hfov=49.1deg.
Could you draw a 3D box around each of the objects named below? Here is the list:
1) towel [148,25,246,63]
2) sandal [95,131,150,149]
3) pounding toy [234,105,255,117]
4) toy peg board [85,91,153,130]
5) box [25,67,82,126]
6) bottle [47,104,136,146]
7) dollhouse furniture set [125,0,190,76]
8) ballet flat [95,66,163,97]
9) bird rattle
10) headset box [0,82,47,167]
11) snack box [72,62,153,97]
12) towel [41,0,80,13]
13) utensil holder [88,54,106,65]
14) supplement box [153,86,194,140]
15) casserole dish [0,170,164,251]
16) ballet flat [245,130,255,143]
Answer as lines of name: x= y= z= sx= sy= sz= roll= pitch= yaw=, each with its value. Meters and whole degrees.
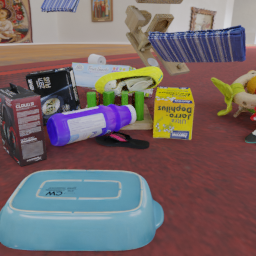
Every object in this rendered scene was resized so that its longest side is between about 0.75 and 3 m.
towel: x=1.482 y=-1.709 z=5.892 sx=1.861 sy=0.222 sz=1.347 roll=6 pitch=-8 yaw=25
sandal: x=-0.134 y=0.262 z=6.949 sx=1.369 sy=0.308 sz=0.514 roll=5 pitch=21 yaw=13
pounding toy: x=4.288 y=-0.550 z=8.885 sx=1.517 sy=0.704 sz=1.171 roll=-20 pitch=15 yaw=38
toy peg board: x=-0.357 y=-0.771 z=8.701 sx=2.079 sy=1.017 sz=2.071 roll=0 pitch=21 yaw=-2
box: x=-2.112 y=-0.916 z=8.160 sx=1.241 sy=1.516 sz=0.653 roll=-7 pitch=20 yaw=4
bottle: x=-0.859 y=-0.144 z=7.163 sx=2.277 sy=0.743 sz=0.951 roll=-14 pitch=-8 yaw=-31
dollhouse furniture set: x=1.280 y=-3.165 z=8.885 sx=2.344 sy=2.464 sz=2.008 roll=-16 pitch=67 yaw=-34
ballet flat: x=-0.062 y=-1.296 z=8.282 sx=2.217 sy=0.741 sz=0.743 roll=-10 pitch=40 yaw=20
bird rattle: x=3.792 y=-1.058 z=8.141 sx=2.131 sy=1.473 sz=2.614 roll=-39 pitch=30 yaw=-22
headset box: x=-2.388 y=-0.168 z=6.182 sx=0.618 sy=1.649 sz=1.225 roll=-16 pitch=27 yaw=-37
snack box: x=-0.482 y=-1.768 z=10.564 sx=2.256 sy=0.905 sz=2.676 roll=9 pitch=6 yaw=22
towel: x=-1.976 y=-4.514 z=9.107 sx=0.280 sy=1.697 sz=2.344 roll=25 pitch=0 yaw=-44
utensil holder: x=-2.115 y=-4.579 z=19.142 sx=0.843 sy=0.843 sz=0.992 roll=-18 pitch=29 yaw=-39
supplement box: x=1.268 y=-0.492 z=7.939 sx=1.011 sy=1.017 sz=1.857 roll=3 pitch=21 yaw=7
casserole dish: x=-0.734 y=1.144 z=4.360 sx=2.586 sy=0.502 sz=1.567 roll=0 pitch=21 yaw=2
ballet flat: x=3.500 y=0.148 z=7.177 sx=1.063 sy=0.363 sz=0.361 roll=-5 pitch=23 yaw=-11
